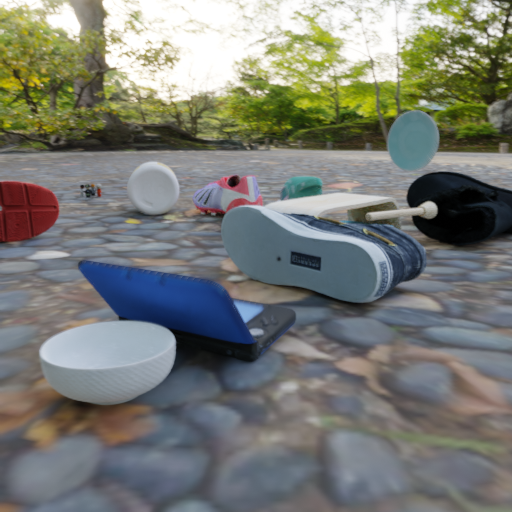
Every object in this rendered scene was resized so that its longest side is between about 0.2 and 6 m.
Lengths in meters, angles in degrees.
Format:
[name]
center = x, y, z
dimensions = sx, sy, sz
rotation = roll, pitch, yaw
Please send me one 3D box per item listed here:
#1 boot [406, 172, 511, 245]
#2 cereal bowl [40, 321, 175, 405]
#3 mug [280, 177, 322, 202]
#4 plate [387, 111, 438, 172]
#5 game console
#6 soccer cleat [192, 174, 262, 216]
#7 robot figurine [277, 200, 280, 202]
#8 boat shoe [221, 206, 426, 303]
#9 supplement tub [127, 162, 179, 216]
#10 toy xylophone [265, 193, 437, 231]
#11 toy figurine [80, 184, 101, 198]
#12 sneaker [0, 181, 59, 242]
[boot]
center = 3.851, -1.044, 11.360
dimensions = 2.547, 1.158, 3.031
rotation = -7, 21, -43
[cereal bowl]
center = -1.206, 0.915, 4.638
dimensions = 1.069, 0.445, 1.069
rotation = 1, 14, 0
[mug]
center = 1.012, -1.415, 12.892
dimensions = 0.753, 1.217, 1.000
rotation = -3, 36, -15
[plate]
center = 3.521, -2.563, 12.528
dimensions = 0.171, 1.336, 1.336
rotation = -5, 14, -39
[game console]
center = -0.635, 0.370, 5.666
dimensions = 1.704, 1.008, 1.454
rotation = 8, 22, 29
[soccer cleat]
center = -0.708, -1.478, 13.400
dimensions = 0.967, 1.108, 2.898
rotation = -7, 15, -27
[robot figurine]
center = 0.692, -1.175, 13.725
dimensions = 0.593, 0.370, 0.446
rotation = 8, 58, 47
[boat shoe]
center = 0.862, -0.077, 7.901
dimensions = 1.320, 1.029, 2.908
rotation = -10, 23, -44
[supplement tub]
center = -2.616, -1.746, 14.270
dimensions = 1.250, 1.250, 1.728
rotation = -2, 12, -10
[toy xylophone]
center = 1.577, -0.555, 9.974
dimensions = 3.368, 0.846, 2.466
rotation = -11, 16, -38
[toy figurine]
center = -5.112, -2.029, 17.278
dimensions = 0.596, 0.414, 0.586
rotation = -12, 18, -41
[sneaker]
center = -5.565, -0.876, 10.704
dimensions = 3.126, 1.225, 1.806
rotation = -11, 18, -43
